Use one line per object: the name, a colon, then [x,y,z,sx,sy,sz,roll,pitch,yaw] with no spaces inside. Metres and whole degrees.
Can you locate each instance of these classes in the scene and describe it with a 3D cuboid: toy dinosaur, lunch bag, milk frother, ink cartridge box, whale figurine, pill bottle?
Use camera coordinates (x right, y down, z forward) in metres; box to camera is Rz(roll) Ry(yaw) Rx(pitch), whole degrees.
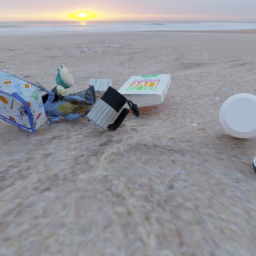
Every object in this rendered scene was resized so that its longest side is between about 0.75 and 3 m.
toy dinosaur: [-2.269,-0.423,9.105,2.284,1.322,2.517,-8,-20,18]
lunch bag: [-3.333,-0.714,8.022,2.072,1.660,0.783,25,52,14]
milk frother: [-0.399,-0.420,8.039,1.102,1.149,1.221,37,-1,-22]
ink cartridge box: [-1.174,-1.707,11.882,0.922,0.382,0.672,3,56,6]
whale figurine: [-2.470,-1.952,10.679,0.581,0.890,1.119,-28,48,10]
pill bottle: [2.952,-0.295,7.220,1.123,1.123,2.017,10,4,22]

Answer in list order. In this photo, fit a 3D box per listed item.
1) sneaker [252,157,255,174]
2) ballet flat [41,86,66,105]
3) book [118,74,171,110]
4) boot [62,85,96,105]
sneaker: [3.040,0.786,6.197,0.485,0.315,0.839,-13,7,26]
ballet flat: [-2.497,-1.007,9.238,1.470,0.488,0.417,-19,17,45]
book: [0.656,-1.442,10.498,1.640,0.590,2.454,-2,25,16]
boot: [-1.905,-1.204,10.665,1.250,0.663,1.899,-8,12,2]
